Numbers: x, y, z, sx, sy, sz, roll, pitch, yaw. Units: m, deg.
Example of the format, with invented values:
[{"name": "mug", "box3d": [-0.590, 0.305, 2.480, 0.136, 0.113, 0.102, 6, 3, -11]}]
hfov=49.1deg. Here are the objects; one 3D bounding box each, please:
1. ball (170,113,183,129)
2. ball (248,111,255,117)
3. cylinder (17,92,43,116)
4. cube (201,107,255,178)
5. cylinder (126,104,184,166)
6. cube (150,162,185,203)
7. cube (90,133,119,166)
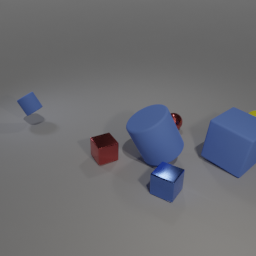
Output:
[{"name": "ball", "box3d": [1.744, -0.239, 10.773, 0.700, 0.700, 0.700, 0, 29, 0]}, {"name": "ball", "box3d": [4.857, -0.316, 10.678, 0.700, 0.700, 0.700, 0, 29, 0]}, {"name": "cylinder", "box3d": [-3.820, -0.943, 10.906, 0.700, 0.700, 0.700, -29, 15, 8]}, {"name": "cube", "box3d": [3.375, 0.403, 8.751, 1.400, 1.400, 1.400, -25, 44, -37]}, {"name": "cylinder", "box3d": [0.854, 0.212, 8.755, 1.400, 1.400, 1.400, -23, 28, 13]}, {"name": "cube", "box3d": [1.072, 1.474, 7.702, 0.700, 0.700, 0.700, 18, 34, 29]}, {"name": "cube", "box3d": [-0.766, 0.677, 9.088, 0.700, 0.700, 0.700, -15, 36, -25]}]
